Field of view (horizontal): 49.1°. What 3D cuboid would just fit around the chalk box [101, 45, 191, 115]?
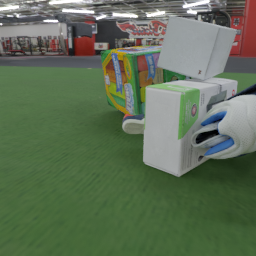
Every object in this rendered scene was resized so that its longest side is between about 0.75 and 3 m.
[{"bbox_3d":[0.602,-1.325,7.776,1.729,1.741,2.790,-14,21,-22],"label":"chalk box"}]

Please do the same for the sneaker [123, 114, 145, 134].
[{"bbox_3d":[0.411,-0.074,5.658,1.081,0.405,0.457,14,34,-16],"label":"sneaker"}]

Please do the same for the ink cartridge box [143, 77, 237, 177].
[{"bbox_3d":[1.210,-0.150,5.220,0.816,1.414,1.943,16,23,41],"label":"ink cartridge box"}]

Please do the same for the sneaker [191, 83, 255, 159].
[{"bbox_3d":[1.910,-0.049,4.811,1.877,1.033,2.563,-11,-6,0],"label":"sneaker"}]

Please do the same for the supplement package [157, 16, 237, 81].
[{"bbox_3d":[1.451,-1.637,5.692,0.974,0.977,1.666,23,26,23],"label":"supplement package"}]
